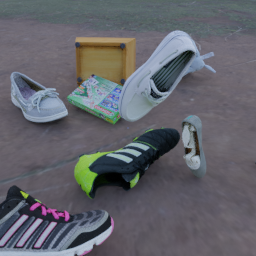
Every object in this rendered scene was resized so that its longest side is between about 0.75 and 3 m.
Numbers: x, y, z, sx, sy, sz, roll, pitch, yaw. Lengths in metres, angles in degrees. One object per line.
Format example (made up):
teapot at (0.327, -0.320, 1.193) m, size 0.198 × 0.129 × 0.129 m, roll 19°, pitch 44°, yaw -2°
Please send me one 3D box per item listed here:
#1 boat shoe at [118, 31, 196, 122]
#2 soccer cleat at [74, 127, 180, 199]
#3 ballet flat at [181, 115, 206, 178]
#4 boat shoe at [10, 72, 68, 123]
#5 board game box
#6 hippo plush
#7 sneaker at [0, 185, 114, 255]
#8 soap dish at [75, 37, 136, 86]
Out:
boat shoe at (0.579, -1.030, 6.608) m, size 0.966 × 2.627 × 0.877 m, roll 18°, pitch 34°, yaw -23°
soccer cleat at (0.133, 0.749, 6.097) m, size 2.568 × 0.867 × 1.041 m, roll -20°, pitch 46°, yaw -17°
ballet flat at (1.347, 0.452, 5.968) m, size 0.487 × 1.444 × 0.460 m, roll 5°, pitch 19°, yaw 43°
boat shoe at (-2.880, -0.967, 8.659) m, size 1.061 × 0.923 × 2.878 m, roll -25°, pitch 38°, yaw -31°
board game box at (-0.801, -0.955, 8.754) m, size 1.888 × 0.275 × 1.270 m, roll 27°, pitch 61°, yaw 28°
hippo plush at (2.312, -2.801, 11.082) m, size 1.807 × 1.440 × 1.453 m, roll -11°, pitch 19°, yaw 5°
sneaker at (-1.472, 1.418, 4.309) m, size 2.525 × 1.105 × 0.932 m, roll -4°, pitch -4°, yaw -14°
soap dish at (-0.857, -2.327, 10.007) m, size 2.225 × 1.751 × 0.904 m, roll 5°, pitch 16°, yaw 12°
